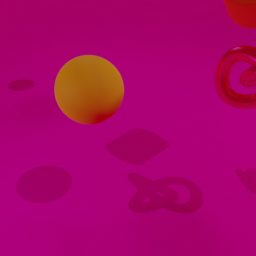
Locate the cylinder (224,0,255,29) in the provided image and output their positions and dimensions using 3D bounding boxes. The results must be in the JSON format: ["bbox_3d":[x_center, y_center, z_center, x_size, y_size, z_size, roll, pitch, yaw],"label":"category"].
[{"bbox_3d":[2.027,-2.236,4.398,1.035,1.035,1.035,20,9,26],"label":"cylinder"}]

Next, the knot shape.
[{"bbox_3d":[1.932,-0.651,3.759,1.454,1.360,0.672,27,79,9],"label":"knot shape"}]

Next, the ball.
[{"bbox_3d":[-0.582,-0.573,4.261,1.039,1.039,1.039,0,36,0],"label":"ball"}]
